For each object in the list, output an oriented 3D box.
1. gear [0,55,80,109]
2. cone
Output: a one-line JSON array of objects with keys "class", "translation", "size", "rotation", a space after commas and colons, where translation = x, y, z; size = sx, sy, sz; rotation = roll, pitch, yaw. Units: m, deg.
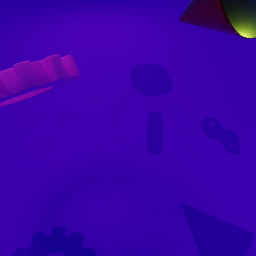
[{"class": "gear", "translation": [-1.520, -0.576, 3.946], "size": [1.668, 0.308, 1.668], "rotation": [-20, 8, 3]}, {"class": "cone", "translation": [1.274, -1.908, 4.462], "size": [1.285, 1.285, 1.290], "rotation": [-35, 20, -32]}]
